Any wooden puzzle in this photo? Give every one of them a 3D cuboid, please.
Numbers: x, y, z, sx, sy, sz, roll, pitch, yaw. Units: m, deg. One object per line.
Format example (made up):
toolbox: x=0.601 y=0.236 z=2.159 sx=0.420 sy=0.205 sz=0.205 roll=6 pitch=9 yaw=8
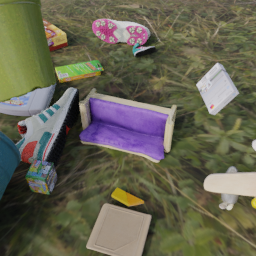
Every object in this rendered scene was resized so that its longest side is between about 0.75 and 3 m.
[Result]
wooden puzzle: x=-0.158 y=2.169 z=5.903 sx=1.242 sy=0.215 sz=1.842 roll=14 pitch=45 yaw=20

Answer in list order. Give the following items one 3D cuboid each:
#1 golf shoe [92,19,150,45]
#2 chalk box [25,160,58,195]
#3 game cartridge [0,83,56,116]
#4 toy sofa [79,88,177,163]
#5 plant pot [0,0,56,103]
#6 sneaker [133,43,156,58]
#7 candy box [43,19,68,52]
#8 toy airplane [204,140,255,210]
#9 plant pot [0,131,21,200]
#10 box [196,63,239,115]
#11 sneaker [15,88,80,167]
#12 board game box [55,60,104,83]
golf shoe: x=-0.260 y=-4.164 z=12.119 sx=2.573 sy=0.969 sz=1.177 roll=18 pitch=32 yaw=14
chalk box: x=-2.030 y=1.098 z=6.552 sx=0.506 sy=0.818 sz=0.509 roll=8 pitch=44 yaw=8
game cartridge: x=-3.496 y=-1.079 z=8.835 sx=2.129 sy=0.442 sz=1.417 roll=9 pitch=55 yaw=1
toy sofa: x=-0.045 y=-0.112 z=7.636 sx=2.593 sy=1.074 sz=1.265 roll=14 pitch=44 yaw=14
plant pot: x=-2.580 y=-1.743 z=5.925 sx=2.301 sy=2.185 sz=2.301 roll=-17 pitch=13 yaw=4
sneaker: x=0.601 y=-3.225 z=11.390 sx=0.972 sy=0.406 sz=0.587 roll=-19 pitch=56 yaw=-17
candy box: x=-3.722 y=-3.993 z=12.007 sx=1.293 sy=0.626 sz=2.216 roll=-29 pitch=52 yaw=-28
toy airplane: x=3.123 y=1.305 z=5.766 sx=2.312 sy=1.639 sz=2.322 roll=-43 pitch=66 yaw=3
plant pot: x=-3.845 y=1.387 z=4.988 sx=2.976 sy=2.976 sz=2.797 roll=5 pitch=58 yaw=5
box: x=1.838 y=-0.821 z=5.841 sx=0.181 sy=0.686 sz=0.879 roll=16 pitch=43 yaw=-29
sneaker: x=-2.255 y=-0.218 z=7.764 sx=1.359 sy=1.024 sz=2.908 roll=10 pitch=47 yaw=3
board game box: x=-1.778 y=-2.114 z=10.335 sx=1.654 sy=0.248 sz=0.790 roll=-16 pitch=47 yaw=-13
